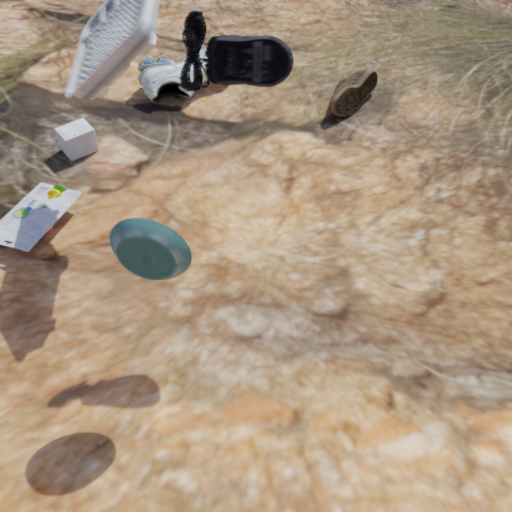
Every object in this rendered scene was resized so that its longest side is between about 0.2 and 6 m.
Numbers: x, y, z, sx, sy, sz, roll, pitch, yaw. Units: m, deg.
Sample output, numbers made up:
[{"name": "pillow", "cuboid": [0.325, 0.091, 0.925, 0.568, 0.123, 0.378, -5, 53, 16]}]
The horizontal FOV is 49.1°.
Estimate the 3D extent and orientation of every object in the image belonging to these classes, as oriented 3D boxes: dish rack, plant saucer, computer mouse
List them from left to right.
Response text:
[{"name": "dish rack", "cuboid": [-2.209, -3.603, 9.093, 2.020, 0.512, 2.353, -30, 44, 30]}, {"name": "plant saucer", "cuboid": [-1.369, -0.019, 7.110, 1.090, 1.090, 0.196, 8, 48, 8]}, {"name": "computer mouse", "cuboid": [-0.243, -2.696, 7.577, 1.501, 1.039, 0.396, 7, 22, 1]}]

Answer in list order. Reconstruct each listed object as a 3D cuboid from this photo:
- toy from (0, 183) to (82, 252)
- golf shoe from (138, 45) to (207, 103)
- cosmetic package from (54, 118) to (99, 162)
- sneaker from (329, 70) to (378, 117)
[{"name": "toy", "cuboid": [-4.169, -0.681, 10.669, 0.994, 0.408, 1.726, 14, 51, 16]}, {"name": "golf shoe", "cuboid": [-1.578, -4.417, 13.929, 2.606, 1.020, 1.267, -17, 66, -7]}, {"name": "cosmetic package", "cuboid": [-3.916, -2.543, 12.265, 0.689, 0.573, 0.577, -30, 54, -23]}, {"name": "sneaker", "cuboid": [2.217, -3.936, 13.638, 0.721, 0.673, 1.910, 14, 44, 41]}]
